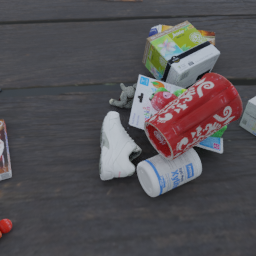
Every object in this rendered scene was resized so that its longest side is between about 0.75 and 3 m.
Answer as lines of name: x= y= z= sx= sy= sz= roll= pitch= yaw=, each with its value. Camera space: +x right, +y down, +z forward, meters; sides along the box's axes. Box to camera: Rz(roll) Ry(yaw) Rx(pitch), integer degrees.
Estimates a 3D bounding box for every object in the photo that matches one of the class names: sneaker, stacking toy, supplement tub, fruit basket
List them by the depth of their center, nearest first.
stacking toy: x=-3.249 y=2.561 z=6.461 sx=0.515 sy=0.515 sz=1.206 roll=31 pitch=44 yaw=29
supplement tub: x=1.096 y=1.134 z=7.548 sx=1.509 sy=0.996 sz=0.996 roll=-20 pitch=47 yaw=-19
sneaker: x=-0.228 y=0.512 z=8.417 sx=1.219 sy=0.956 sz=2.454 roll=5 pitch=50 yaw=-8
fruit basket: x=1.620 y=-0.649 z=8.904 sx=2.916 sy=1.367 sz=2.701 roll=21 pitch=43 yaw=-7
sneaker: x=1.982 y=-4.266 z=13.459 sx=2.104 sy=0.850 sz=1.215 roll=11 pitch=42 yaw=10

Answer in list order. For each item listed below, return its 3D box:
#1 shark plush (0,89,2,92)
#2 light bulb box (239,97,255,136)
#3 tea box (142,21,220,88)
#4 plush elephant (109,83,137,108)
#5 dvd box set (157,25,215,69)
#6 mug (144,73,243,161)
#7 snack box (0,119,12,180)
shark plush: x=-5.391 y=-1.804 z=11.181 sx=1.152 sy=0.523 sz=0.480 roll=20 pitch=16 yaw=27
light bulb box: x=4.350 y=-0.328 z=9.069 sx=0.658 sy=1.055 sz=1.046 roll=-26 pitch=49 yaw=-27
tea box: x=1.997 y=-2.743 z=10.928 sx=2.056 sy=1.374 sz=2.023 roll=-30 pitch=68 yaw=-20
plush elephant: x=-0.031 y=-1.185 z=10.092 sx=0.975 sy=0.916 sz=1.183 roll=-32 pitch=51 yaw=-29
dvd box set: x=2.534 y=-3.641 z=12.438 sx=2.601 sy=0.382 sz=1.903 roll=9 pitch=63 yaw=2
mug: x=1.564 y=-0.378 z=6.970 sx=2.164 sy=1.921 sz=1.444 roll=-33 pitch=59 yaw=-14
snack box: x=-4.143 y=0.651 z=8.571 sx=0.874 sy=0.295 sz=2.430 roll=-15 pitch=45 yaw=-16
